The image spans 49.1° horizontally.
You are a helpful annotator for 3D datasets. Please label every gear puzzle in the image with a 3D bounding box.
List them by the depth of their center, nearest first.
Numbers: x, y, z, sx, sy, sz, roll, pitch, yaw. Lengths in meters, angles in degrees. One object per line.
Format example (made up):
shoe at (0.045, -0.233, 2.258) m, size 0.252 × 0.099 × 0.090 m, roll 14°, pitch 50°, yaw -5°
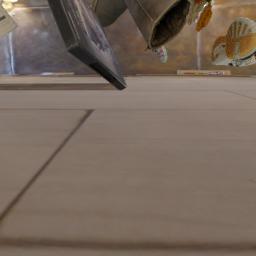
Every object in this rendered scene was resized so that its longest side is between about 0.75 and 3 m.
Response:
gear puzzle at (1.057, -1.752, 3.543) m, size 0.220 × 0.868 × 1.676 m, roll 32°, pitch -11°, yaw 15°

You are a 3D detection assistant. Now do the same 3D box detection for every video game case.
video game case at (-0.827, -1.975, 5.627) m, size 0.269 × 2.028 × 2.839 m, roll -24°, pitch -10°, yaw 12°

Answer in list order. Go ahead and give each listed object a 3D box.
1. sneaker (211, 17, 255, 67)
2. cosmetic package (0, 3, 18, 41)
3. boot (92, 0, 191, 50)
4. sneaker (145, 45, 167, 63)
sneaker at (3.207, -2.248, 7.579) m, size 1.203 × 1.038 × 2.745 m, roll 8°, pitch 8°, yaw 0°
cosmetic package at (-4.075, -2.823, 6.738) m, size 1.257 × 2.044 × 2.038 m, roll -47°, pitch 28°, yaw -26°
boot at (0.204, -3.000, 7.291) m, size 1.024 × 2.567 × 2.823 m, roll -5°, pitch 56°, yaw -39°
sneaker at (0.987, -2.887, 10.343) m, size 0.774 × 1.107 × 0.430 m, roll -21°, pitch 18°, yaw -15°
